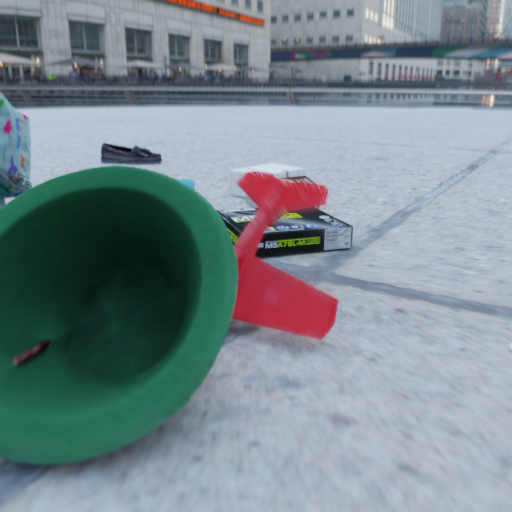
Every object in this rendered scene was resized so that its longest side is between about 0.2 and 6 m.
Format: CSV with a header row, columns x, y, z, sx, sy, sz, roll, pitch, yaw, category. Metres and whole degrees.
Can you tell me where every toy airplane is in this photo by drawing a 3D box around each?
x,y,z,sx,sy,sz,roll,pitch,yaw,category
-0.092,-0.062,6.178,2.641,0.486,2.641,-10,45,10,toy airplane

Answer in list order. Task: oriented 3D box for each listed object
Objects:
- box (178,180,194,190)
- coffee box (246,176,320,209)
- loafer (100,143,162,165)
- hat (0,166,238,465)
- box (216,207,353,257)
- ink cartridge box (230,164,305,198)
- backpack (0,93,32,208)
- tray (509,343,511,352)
x,y,z,sx,sy,sz,roll,pitch,yaw,category
-1.821,-1.034,9.742,1.484,0.365,0.611,2,-27,-2,box
0.540,-1.158,10.909,1.287,0.513,0.736,-9,34,-25,coffee box
-3.778,-3.075,16.828,1.892,0.596,0.680,2,18,6,loafer
-1.252,0.792,5.555,2.470,2.625,2.982,1,57,7,hat
0.389,-0.450,9.098,1.796,0.427,1.735,-5,20,-17,box
0.267,-1.670,12.537,1.038,0.604,1.425,16,25,40,ink cartridge box
-4.988,-1.436,8.247,3.138,2.661,3.535,-3,6,-5,backpack
3.681,0.905,5.268,2.203,0.244,1.183,13,23,35,tray
